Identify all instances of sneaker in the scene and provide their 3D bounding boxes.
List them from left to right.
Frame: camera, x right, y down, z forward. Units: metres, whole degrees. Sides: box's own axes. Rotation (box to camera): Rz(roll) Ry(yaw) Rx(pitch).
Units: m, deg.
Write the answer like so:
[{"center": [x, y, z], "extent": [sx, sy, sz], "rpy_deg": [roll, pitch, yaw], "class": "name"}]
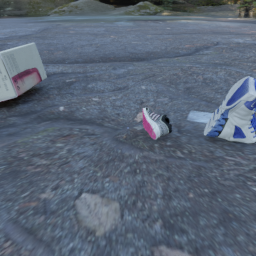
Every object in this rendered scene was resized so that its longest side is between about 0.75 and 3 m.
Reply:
[{"center": [0.815, -0.170, 7.896], "extent": [0.649, 0.548, 1.485], "rpy_deg": [-10, 27, -9], "class": "sneaker"}, {"center": [3.054, -0.304, 7.361], "extent": [1.256, 2.175, 0.879], "rpy_deg": [23, 54, -1], "class": "sneaker"}]

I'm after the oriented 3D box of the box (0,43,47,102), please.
[{"center": [-4.623, -2.101, 10.660], "extent": [1.834, 1.563, 2.868], "rpy_deg": [-12, 21, 11], "class": "box"}]
